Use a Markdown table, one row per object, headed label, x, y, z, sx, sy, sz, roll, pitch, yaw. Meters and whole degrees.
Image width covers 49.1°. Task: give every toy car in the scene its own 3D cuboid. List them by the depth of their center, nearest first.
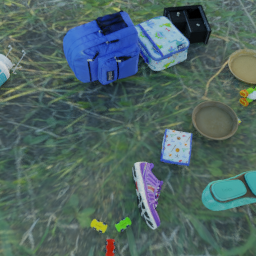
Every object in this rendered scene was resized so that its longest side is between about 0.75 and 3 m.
| label | x | y | z | sx | sy | sz | roll | pitch | yaw |
| --- | --- | --- | --- | --- | --- | --- | --- | --- | --- |
| toy car | -0.422 | 3.227 | 8.781 | 1.166 | 0.276 | 1.239 | -28 | 64 | -16 |

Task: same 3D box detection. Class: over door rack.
| label | x | y | z | sx | sy | sz | roll | pitch | yaw |
| --- | --- | --- | --- | --- | --- | --- | --- | --- | --- |
| over door rack | -5.019 | -2.963 | 12.276 | 0.812 | 0.366 | 1.099 | 21 | 83 | 12 |

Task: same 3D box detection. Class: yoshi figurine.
| label | x | y | z | sx | sy | sz | roll | pitch | yaw |
| --- | --- | --- | --- | --- | --- | --- | --- | --- | --- |
| yoshi figurine | 5.257 | -1.335 | 11.207 | 1.434 | 0.806 | 0.803 | -18 | 77 | -13 |

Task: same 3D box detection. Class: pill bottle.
| label | x | y | z | sx | sy | sz | roll | pitch | yaw |
| --- | --- | --- | --- | --- | --- | --- | --- | --- | --- |
| pill bottle | -5.632 | -2.080 | 11.371 | 1.106 | 1.106 | 1.997 | 27 | 64 | 15 |

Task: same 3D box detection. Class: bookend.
| label | x | y | z | sx | sy | sz | roll | pitch | yaw |
| --- | --- | --- | --- | --- | --- | --- | --- | --- | --- |
| bookend | 2.696 | -4.791 | 13.115 | 1.841 | 0.848 | 1.829 | -5 | 60 | -3 |

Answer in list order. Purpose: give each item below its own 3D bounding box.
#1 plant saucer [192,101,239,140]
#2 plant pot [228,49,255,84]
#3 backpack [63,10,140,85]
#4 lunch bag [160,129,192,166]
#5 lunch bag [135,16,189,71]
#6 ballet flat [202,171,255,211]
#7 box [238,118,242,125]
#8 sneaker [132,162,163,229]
| label | x | y | z | sx | sy | sz | roll | pitch | yaw |
| --- | --- | --- | --- | --- | --- | --- | --- | --- | --- |
| plant saucer | 3.258 | -0.271 | 10.572 | 1.738 | 0.256 | 1.738 | 0 | 59 | 0 |
| plant pot | 5.329 | -2.640 | 12.201 | 1.977 | 0.272 | 1.977 | 0 | 59 | 0 |
| backpack | -1.050 | -3.052 | 11.258 | 2.822 | 2.294 | 2.368 | -19 | 62 | -12 |
| lunch bag | 1.704 | 0.758 | 9.956 | 1.020 | 0.743 | 1.200 | 8 | 52 | 5 |
| lunch bag | 1.379 | -3.782 | 12.463 | 1.963 | 1.007 | 2.442 | -23 | 61 | -9 |
| ballet flat | 3.583 | 2.004 | 8.935 | 2.972 | 1.046 | 1.001 | -3 | 59 | -22 |
| box | 3.664 | -0.224 | 10.816 | 1.161 | 0.219 | 0.793 | -27 | 63 | -15 |
| sneaker | 0.754 | 2.092 | 9.116 | 0.938 | 0.906 | 2.247 | -5 | 59 | -9 |
